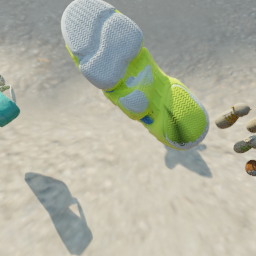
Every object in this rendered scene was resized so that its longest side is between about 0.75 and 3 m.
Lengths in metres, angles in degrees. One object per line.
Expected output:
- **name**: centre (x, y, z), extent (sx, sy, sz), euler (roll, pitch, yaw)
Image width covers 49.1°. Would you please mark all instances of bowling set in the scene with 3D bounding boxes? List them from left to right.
- **bowling set**: centre (1.353, 0.129, 2.718), extent (0.921, 0.494, 0.641), euler (1, 73, -8)

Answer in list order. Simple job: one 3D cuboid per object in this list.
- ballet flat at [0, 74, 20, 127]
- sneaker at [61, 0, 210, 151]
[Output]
- **ballet flat**: centre (-2.902, -0.794, 6.046), extent (0.713, 0.682, 2.027), euler (-30, 58, -26)
- **sneaker**: centre (0.039, -0.533, 3.296), extent (0.763, 1.059, 2.015), euler (-41, 90, -1)
